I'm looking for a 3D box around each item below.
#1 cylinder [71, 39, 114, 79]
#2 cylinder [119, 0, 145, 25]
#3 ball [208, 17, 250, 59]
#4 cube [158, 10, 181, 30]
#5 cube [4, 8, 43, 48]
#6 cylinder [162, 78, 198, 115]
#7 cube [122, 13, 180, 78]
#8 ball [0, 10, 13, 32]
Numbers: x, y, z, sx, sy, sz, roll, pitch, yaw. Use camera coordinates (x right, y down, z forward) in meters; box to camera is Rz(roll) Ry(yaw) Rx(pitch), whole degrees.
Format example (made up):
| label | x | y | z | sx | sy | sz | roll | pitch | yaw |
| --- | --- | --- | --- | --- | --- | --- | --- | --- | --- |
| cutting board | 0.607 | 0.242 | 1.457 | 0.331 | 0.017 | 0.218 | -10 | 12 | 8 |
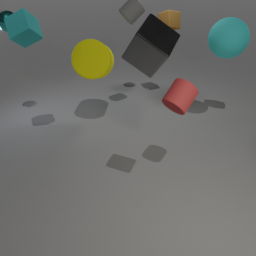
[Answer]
| label | x | y | z | sx | sy | sz | roll | pitch | yaw |
| --- | --- | --- | --- | --- | --- | --- | --- | --- | --- |
| cylinder | -1.288 | -2.557 | 10.558 | 1.400 | 1.400 | 1.400 | 1 | 12 | 2 |
| cylinder | 0.141 | -4.236 | 10.107 | 0.700 | 0.700 | 0.700 | -43 | 33 | 8 |
| ball | 3.574 | -3.195 | 9.970 | 1.400 | 1.400 | 1.400 | 0 | 29 | 0 |
| cube | 1.786 | -4.612 | 12.070 | 0.700 | 0.700 | 0.700 | -7 | 11 | -35 |
| cube | -3.031 | -2.895 | 8.168 | 0.700 | 0.700 | 0.700 | -22 | -11 | 14 |
| cylinder | 1.347 | -0.812 | 7.263 | 0.700 | 0.700 | 0.700 | 28 | 81 | 40 |
| cube | 0.424 | -1.527 | 5.244 | 0.700 | 0.700 | 0.700 | 34 | 57 | -8 |
| ball | -4.132 | -3.668 | 9.641 | 0.700 | 0.700 | 0.700 | 0 | 29 | 0 |
